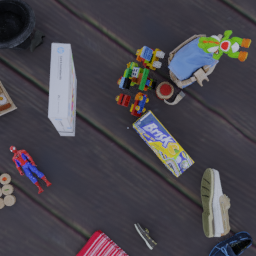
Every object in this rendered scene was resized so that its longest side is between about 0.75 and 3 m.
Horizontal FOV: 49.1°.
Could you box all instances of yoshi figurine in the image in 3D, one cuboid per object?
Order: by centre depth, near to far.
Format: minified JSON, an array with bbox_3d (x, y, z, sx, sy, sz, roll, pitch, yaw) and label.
[{"bbox_3d":[2.738,-2.370,8.122,1.405,0.787,0.789,14,61,12],"label":"yoshi figurine"}]

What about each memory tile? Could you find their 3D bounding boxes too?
[{"bbox_3d":[-5.573,2.675,11.440,1.786,0.150,1.369,-13,87,-1],"label":"memory tile"}]

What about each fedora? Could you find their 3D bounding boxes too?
[{"bbox_3d":[-4.647,-3.903,11.181,2.531,1.156,2.531,-3,69,8],"label":"fedora"}]

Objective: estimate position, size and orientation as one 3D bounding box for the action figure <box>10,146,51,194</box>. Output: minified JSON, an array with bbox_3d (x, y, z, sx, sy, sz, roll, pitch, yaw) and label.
[{"bbox_3d":[-4.037,1.598,11.336,0.723,0.571,2.210,-41,85,0],"label":"action figure"}]

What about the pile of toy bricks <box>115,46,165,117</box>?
[{"bbox_3d":[0.208,-1.990,11.213,1.549,1.378,2.792,16,92,-40],"label":"pile of toy bricks"}]

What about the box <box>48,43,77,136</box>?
[{"bbox_3d":[-1.940,-1.000,8.583,0.555,2.696,2.102,1,78,-6],"label":"box"}]

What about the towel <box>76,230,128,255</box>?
[{"bbox_3d":[-0.927,5.298,11.253,2.055,0.231,1.486,41,88,2],"label":"towel"}]

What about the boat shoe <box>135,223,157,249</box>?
[{"bbox_3d":[0.714,4.268,11.227,0.364,0.431,1.210,-35,94,-5],"label":"boat shoe"}]

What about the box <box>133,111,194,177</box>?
[{"bbox_3d":[1.365,0.616,11.202,0.942,0.864,2.688,-40,87,-2],"label":"box"}]

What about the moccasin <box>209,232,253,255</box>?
[{"bbox_3d":[4.022,4.778,11.056,1.956,0.667,0.787,-41,87,-2],"label":"moccasin"}]

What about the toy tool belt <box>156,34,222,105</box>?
[{"bbox_3d":[2.313,-2.347,10.882,2.975,1.828,1.858,-43,88,-2],"label":"toy tool belt"}]

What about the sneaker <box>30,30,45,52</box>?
[{"bbox_3d":[-3.788,-3.592,11.714,0.438,0.366,0.964,24,90,-6],"label":"sneaker"}]

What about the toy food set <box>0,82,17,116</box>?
[{"bbox_3d":[-5.448,-1.242,11.254,1.224,0.515,1.706,-30,89,-24],"label":"toy food set"}]

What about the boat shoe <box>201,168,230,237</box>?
[{"bbox_3d":[3.487,2.916,11.075,0.917,1.002,2.681,-1,93,-7],"label":"boat shoe"}]
